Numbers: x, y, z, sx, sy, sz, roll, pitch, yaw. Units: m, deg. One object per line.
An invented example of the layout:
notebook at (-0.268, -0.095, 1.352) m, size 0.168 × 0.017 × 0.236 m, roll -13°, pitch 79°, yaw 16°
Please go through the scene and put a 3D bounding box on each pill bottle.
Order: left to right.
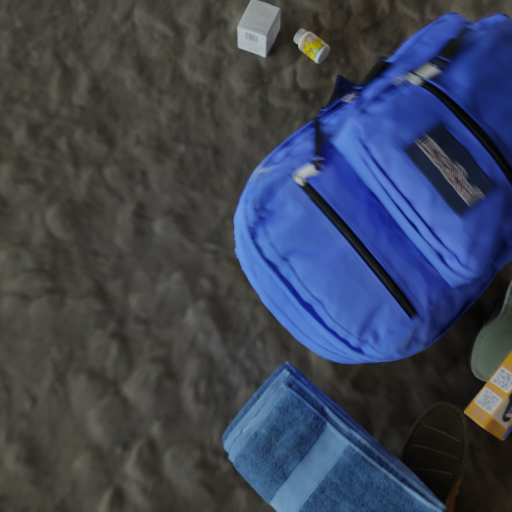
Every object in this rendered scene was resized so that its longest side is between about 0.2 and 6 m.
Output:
pill bottle at (1.106, -4.243, 11.285) m, size 0.396 × 0.396 × 0.703 m, roll -43°, pitch 77°, yaw -12°

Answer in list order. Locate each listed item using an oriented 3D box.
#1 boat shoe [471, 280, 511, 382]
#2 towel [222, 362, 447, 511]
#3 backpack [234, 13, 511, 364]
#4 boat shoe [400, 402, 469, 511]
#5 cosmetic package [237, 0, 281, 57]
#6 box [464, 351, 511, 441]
boat shoe at (4.193, 1.236, 9.379) m, size 0.748 × 0.631 × 2.097 m, roll 31°, pitch 74°, yaw 16°
towel at (1.041, 3.261, 8.234) m, size 3.236 × 0.785 × 1.807 m, roll 39°, pitch 87°, yaw 26°
backpack at (1.996, -0.877, 8.222) m, size 4.763 × 3.997 × 3.871 m, roll -38°, pitch 82°, yaw -8°
boat shoe at (2.615, 3.534, 8.558) m, size 0.925 × 0.875 × 2.573 m, roll 14°, pitch 75°, yaw 24°
cosmetic package at (0.062, -4.578, 11.264) m, size 0.641 × 0.637 × 0.766 m, roll 23°, pitch 74°, yaw 7°
box at (4.131, 1.865, 8.645) m, size 2.017 × 1.201 × 0.418 m, roll -52°, pitch 46°, yaw 3°
